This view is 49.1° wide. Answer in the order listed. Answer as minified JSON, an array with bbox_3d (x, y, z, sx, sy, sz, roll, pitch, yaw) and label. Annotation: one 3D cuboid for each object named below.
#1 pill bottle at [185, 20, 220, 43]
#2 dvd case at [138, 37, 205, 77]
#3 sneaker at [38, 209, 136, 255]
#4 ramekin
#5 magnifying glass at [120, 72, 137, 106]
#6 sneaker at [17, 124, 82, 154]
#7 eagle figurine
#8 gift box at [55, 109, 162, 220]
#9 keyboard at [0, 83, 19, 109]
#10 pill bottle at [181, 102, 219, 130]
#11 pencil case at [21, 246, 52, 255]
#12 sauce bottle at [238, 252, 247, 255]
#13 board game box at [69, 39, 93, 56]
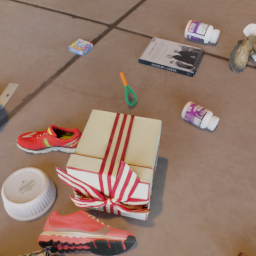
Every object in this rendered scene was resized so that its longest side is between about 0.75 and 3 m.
[{"bbox_3d":[3.879,-4.978,14.632,1.627,0.906,0.906,24,53,19],"label":"pill bottle"},{"bbox_3d":[2.152,-3.539,13.744,2.744,0.339,2.063,19,52,16],"label":"dvd case"},{"bbox_3d":[-1.097,2.782,7.777,2.647,0.976,1.148,3,46,2],"label":"sneaker"},{"bbox_3d":[-3.092,1.944,8.641,1.628,0.758,1.628,0,48,0],"label":"ramekin"},{"bbox_3d":[-0.024,-1.588,11.388,0.158,1.414,0.563,-5,21,45],"label":"magnifying glass"},{"bbox_3d":[-2.767,0.269,9.940,2.396,1.017,0.922,-2,49,-1],"label":"sneaker"},{"bbox_3d":[5.845,-3.635,13.179,1.642,1.651,2.176,31,48,0],"label":"eagle figurine"},{"bbox_3d":[-0.413,1.070,8.171,2.530,2.742,2.560,6,50,12],"label":"gift box"},{"bbox_3d":[-5.237,-1.408,12.063,0.446,0.084,1.583,12,50,3],"label":"keyboard"},{"bbox_3d":[2.778,-0.440,10.764,1.300,0.730,0.730,30,55,24],"label":"pill bottle"},{"bbox_3d":[-3.138,3.740,6.749,2.795,1.250,1.087,-11,51,-9],"label":"pencil case"},{"bbox_3d":[3.587,4.017,6.869,2.133,0.704,0.704,32,56,27],"label":"sauce bottle"},{"bbox_3d":[-2.406,-4.139,14.328,0.888,0.248,0.870,25,53,20],"label":"board game box"}]
